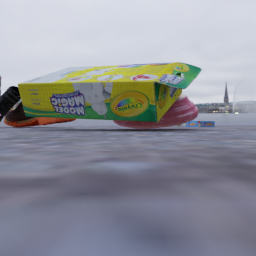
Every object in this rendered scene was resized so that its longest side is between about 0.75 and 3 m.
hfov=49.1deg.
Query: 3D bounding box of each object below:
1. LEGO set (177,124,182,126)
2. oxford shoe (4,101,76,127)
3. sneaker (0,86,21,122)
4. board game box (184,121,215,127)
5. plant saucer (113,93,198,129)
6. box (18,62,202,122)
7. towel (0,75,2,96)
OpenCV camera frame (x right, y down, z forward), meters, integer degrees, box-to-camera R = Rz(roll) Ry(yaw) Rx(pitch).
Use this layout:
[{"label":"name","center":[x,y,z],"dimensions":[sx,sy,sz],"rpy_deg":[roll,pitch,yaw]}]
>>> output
[{"label":"LEGO set","center":[1.483,-0.754,11.377],"dimensions":[0.813,2.184,1.005],"rpy_deg":[-27,-29,8]},{"label":"oxford shoe","center":[-2.638,-0.604,8.146],"dimensions":[2.967,1.076,1.056],"rpy_deg":[-4,4,35]},{"label":"sneaker","center":[-3.382,-0.661,7.594],"dimensions":[0.758,0.540,1.528],"rpy_deg":[-37,21,29]},{"label":"board game box","center":[2.497,-0.144,9.863],"dimensions":[0.773,0.216,0.757],"rpy_deg":[0,2,-26]},{"label":"plant saucer","center":[0.560,-0.441,5.985],"dimensions":[1.820,0.461,1.820],"rpy_deg":[-5,15,1]},{"label":"box","center":[-0.252,-0.736,5.223],"dimensions":[2.996,0.725,1.758],"rpy_deg":[1,22,25]},{"label":"towel","center":[-3.878,-0.774,7.789],"dimensions":[0.194,1.298,0.950],"rpy_deg":[25,39,10]}]
